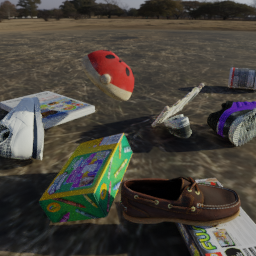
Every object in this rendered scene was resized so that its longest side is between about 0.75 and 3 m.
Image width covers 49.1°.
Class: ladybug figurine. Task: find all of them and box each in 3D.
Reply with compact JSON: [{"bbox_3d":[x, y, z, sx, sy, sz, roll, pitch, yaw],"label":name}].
[{"bbox_3d":[-0.465,-1.533,7.786,1.678,0.889,2.472,39,11,-14],"label":"ladybug figurine"}]

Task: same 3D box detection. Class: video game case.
[{"bbox_3d":[-2.798,-0.714,9.625,2.778,0.250,1.989,19,30,38],"label":"video game case"}]

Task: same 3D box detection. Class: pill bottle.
[{"bbox_3d":[5.146,-2.103,12.030,1.523,0.882,0.882,9,25,19],"label":"pill bottle"}]

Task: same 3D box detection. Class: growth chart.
[{"bbox_3d":[1.490,-0.678,8.226,1.940,1.404,0.172,-33,78,-33],"label":"growth chart"}]

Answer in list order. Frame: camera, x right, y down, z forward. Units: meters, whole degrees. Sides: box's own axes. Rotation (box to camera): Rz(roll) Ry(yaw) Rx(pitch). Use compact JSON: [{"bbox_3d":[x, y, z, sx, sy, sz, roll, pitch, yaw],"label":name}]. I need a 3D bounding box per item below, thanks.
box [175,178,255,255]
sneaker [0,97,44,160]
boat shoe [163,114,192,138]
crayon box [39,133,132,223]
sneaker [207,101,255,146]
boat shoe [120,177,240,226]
[{"bbox_3d":[1.333,1.489,4.408,1.061,0.335,1.928,-4,24,-10],"label":"box"},{"bbox_3d":[-2.633,-0.120,6.844,0.974,0.924,2.420,-2,30,-21],"label":"sneaker"},{"bbox_3d":[1.349,-0.022,7.617,0.582,0.524,1.647,-21,6,5],"label":"boat shoe"},{"bbox_3d":[-0.660,0.829,5.031,1.048,0.514,1.765,-13,25,23],"label":"crayon box"},{"bbox_3d":[3.402,-0.432,8.050,2.797,0.972,1.391,-15,27,-31],"label":"sneaker"},{"bbox_3d":[0.795,1.060,4.231,1.828,0.643,0.644,-3,23,0],"label":"boat shoe"}]
